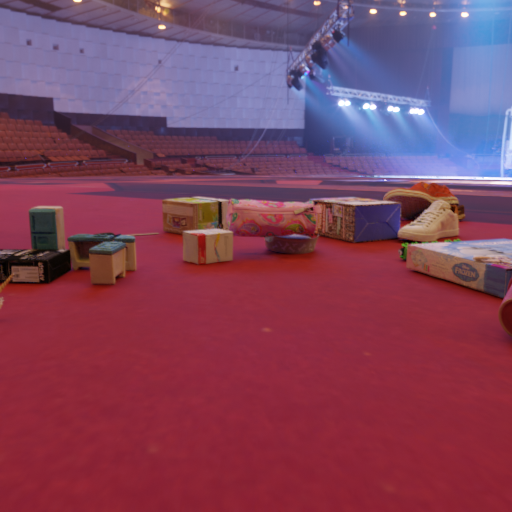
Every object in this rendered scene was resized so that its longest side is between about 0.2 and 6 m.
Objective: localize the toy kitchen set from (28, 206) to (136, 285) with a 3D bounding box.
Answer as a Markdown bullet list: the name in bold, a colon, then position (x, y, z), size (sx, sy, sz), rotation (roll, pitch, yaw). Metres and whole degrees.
- **toy kitchen set**: position (-3.174, -0.216, 9.705), size (1.934, 1.140, 1.550), rotation (1, 11, 5)

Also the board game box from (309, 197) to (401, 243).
- **board game box**: position (2.461, -0.949, 14.205), size (1.503, 0.913, 1.885), rotation (-5, 12, -28)

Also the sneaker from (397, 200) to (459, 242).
- **sneaker**: position (4.238, -0.880, 13.822), size (2.266, 0.959, 0.825), rotation (-12, 18, -43)

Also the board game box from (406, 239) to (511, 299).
- **board game box**: position (4.217, 0.133, 9.539), size (2.315, 0.502, 2.304), rotation (-4, 10, -22)

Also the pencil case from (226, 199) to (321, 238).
- **pencil case**: position (0.350, -0.790, 11.648), size (1.927, 0.842, 0.842), rotation (1, 10, -5)

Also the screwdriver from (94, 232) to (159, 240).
- **screwdriver**: position (-3.169, -0.526, 13.740), size (1.707, 0.248, 0.238), rotation (-12, 17, -34)

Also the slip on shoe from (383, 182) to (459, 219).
- **slip on shoe**: position (5.164, -1.847, 17.846), size (3.185, 0.975, 1.180), rotation (-3, -30, -35)

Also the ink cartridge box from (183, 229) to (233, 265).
- **ink cartridge box**: position (-0.945, -0.192, 11.037), size (0.829, 0.600, 0.602), rotation (-8, 13, -35)

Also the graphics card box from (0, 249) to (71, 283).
- **graphics card box**: position (-4.186, 0.158, 9.626), size (1.702, 0.433, 1.068), rotation (-1, 10, 1)

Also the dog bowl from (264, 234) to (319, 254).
- **dog bowl**: position (0.748, -0.336, 12.237), size (1.222, 0.358, 1.222), rotation (3, 14, -1)

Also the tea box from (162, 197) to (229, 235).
- **tea box**: position (-1.597, -1.063, 14.907), size (1.327, 0.886, 1.305), rotation (11, 16, 44)

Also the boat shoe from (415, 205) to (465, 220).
- **boat shoe**: position (5.717, -1.373, 17.448), size (1.502, 0.540, 0.542), rotation (-2, 10, 13)

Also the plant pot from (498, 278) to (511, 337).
- **plant pot**: position (3.258, 0.578, 6.475), size (0.802, 0.896, 0.896), rotation (-27, 24, -35)

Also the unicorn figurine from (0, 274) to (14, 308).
- **unicorn figurine**: position (-3.760, 0.683, 6.699), size (1.062, 0.571, 1.546), rotation (14, 25, -5)

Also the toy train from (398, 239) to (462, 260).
- **toy train**: position (3.621, -0.083, 11.255), size (1.691, 0.353, 0.477), rotation (-5, 22, -25)
